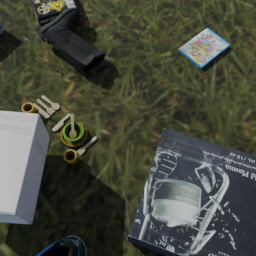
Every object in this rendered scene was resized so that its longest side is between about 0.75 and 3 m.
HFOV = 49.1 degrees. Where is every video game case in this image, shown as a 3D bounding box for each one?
[{"bbox_3d":[2.653,-2.784,9.725,1.497,0.133,1.072,-38,69,-17],"label":"video game case"}]

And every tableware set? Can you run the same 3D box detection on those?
[{"bbox_3d":[-2.308,0.093,8.177,2.511,0.385,1.691,38,70,16],"label":"tableware set"}]

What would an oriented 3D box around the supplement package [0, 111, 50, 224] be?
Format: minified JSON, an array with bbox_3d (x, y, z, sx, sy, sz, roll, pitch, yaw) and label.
[{"bbox_3d":[-2.903,0.948,6.709,1.418,1.436,2.368,5,63,-2],"label":"supplement package"}]

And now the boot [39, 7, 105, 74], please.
[{"bbox_3d":[-1.623,-3.008,9.508,2.175,0.714,1.793,37,70,17],"label":"boot"}]

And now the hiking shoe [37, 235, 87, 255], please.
[{"bbox_3d":[-2.162,3.387,6.094,1.036,1.207,2.785,41,71,18],"label":"hiking shoe"}]

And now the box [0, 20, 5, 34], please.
[{"bbox_3d":[-5.220,-3.570,9.828,1.205,0.632,1.108,30,68,13],"label":"box"}]

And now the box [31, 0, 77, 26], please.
[{"bbox_3d":[-2.847,-4.767,10.521,1.485,0.452,1.842,-17,65,-11],"label":"box"}]

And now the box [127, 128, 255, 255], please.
[{"bbox_3d":[1.655,1.794,6.657,2.677,1.659,2.632,17,67,8],"label":"box"}]
